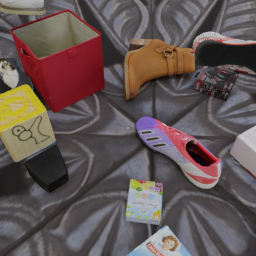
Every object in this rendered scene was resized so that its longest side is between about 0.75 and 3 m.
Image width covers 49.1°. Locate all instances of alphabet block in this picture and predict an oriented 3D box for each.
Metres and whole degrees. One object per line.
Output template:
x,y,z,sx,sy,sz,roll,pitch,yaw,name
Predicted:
-2.741,-0.127,7.193,1.236,1.266,1.243,-30,56,-24,alphabet block

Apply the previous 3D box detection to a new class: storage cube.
-1.963,-2.004,8.335,2.163,1.944,1.849,-30,56,-24,storage cube

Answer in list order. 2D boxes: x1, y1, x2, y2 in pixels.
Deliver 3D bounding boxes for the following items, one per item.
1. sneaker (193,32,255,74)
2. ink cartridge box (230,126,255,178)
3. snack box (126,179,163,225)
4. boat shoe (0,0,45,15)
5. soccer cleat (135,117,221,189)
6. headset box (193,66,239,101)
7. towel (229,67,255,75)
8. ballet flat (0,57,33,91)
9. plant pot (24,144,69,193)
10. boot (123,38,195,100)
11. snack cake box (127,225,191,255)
1.818,-1.226,4.523,1.558,0.520,0.835,7,29,1,sneaker
3.758,0.477,7.008,1.827,0.771,1.323,-25,54,-20,ink cartridge box
0.376,1.657,6.328,0.770,0.309,0.913,5,52,4,snack box
-2.779,-3.630,7.239,1.100,1.006,2.942,-6,34,-23,boat shoe
1.207,0.368,6.980,0.891,0.956,2.614,-34,58,-25,soccer cleat
2.712,-1.477,8.853,1.226,0.460,0.911,25,54,19,headset box
4.538,-2.201,9.487,1.847,0.210,1.330,19,56,26,towel
-3.638,-1.630,8.795,0.745,0.745,2.039,-25,51,-19,ballet flat
-1.829,1.026,6.594,0.824,0.826,0.733,-31,69,-24,plant pot
0.994,-1.855,8.944,2.201,1.087,2.835,9,43,3,boot
0.894,3.193,4.667,1.488,0.869,2.587,-30,57,-21,snack cake box
